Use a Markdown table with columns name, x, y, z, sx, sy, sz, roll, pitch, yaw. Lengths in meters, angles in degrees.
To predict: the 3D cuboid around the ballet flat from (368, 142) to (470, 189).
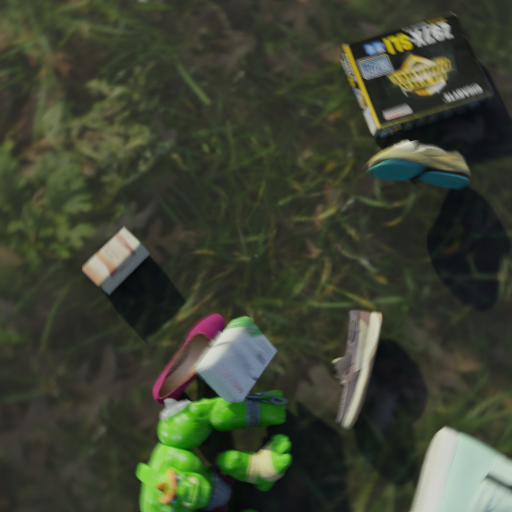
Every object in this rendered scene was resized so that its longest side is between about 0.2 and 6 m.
| name | x | y | z | sx | sy | sz | roll | pitch | yaw |
| --- | --- | --- | --- | --- | --- | --- | --- | --- | --- |
| ballet flat | 2.909 | -1.695 | 10.118 | 2.145 | 0.758 | 0.758 | 5 | 75 | -22 |

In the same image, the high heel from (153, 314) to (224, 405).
| name | x | y | z | sx | sy | sz | roll | pitch | yaw |
| --- | --- | --- | --- | --- | --- | --- | --- | --- | --- |
| high heel | -1.094 | 1.751 | 9.547 | 0.604 | 0.861 | 1.792 | 30 | 78 | 3 |

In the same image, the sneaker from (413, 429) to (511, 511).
| name | x | y | z | sx | sy | sz | roll | pitch | yaw |
| --- | --- | --- | --- | --- | --- | --- | --- | --- | --- |
| sneaker | 3.301 | 4.470 | 8.716 | 1.769 | 1.104 | 2.999 | 21 | 75 | 11 |

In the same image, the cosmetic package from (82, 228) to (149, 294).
| name | x | y | z | sx | sy | sz | roll | pitch | yaw |
| --- | --- | --- | --- | --- | --- | --- | --- | --- | --- |
| cosmetic package | -2.529 | 0.093 | 10.120 | 0.542 | 0.457 | 1.048 | 37 | 78 | 27 |

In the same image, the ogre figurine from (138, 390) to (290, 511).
| name | x | y | z | sx | sy | sz | roll | pitch | yaw |
| --- | --- | --- | --- | --- | --- | --- | --- | --- | --- |
| ogre figurine | -0.775 | 3.721 | 8.768 | 2.052 | 1.679 | 3.422 | 17 | 91 | -14 |

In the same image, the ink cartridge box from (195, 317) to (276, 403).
| name | x | y | z | sx | sy | sz | roll | pitch | yaw |
| --- | --- | --- | --- | --- | --- | --- | --- | --- | --- |
| ink cartridge box | -0.314 | 1.667 | 8.976 | 0.822 | 0.466 | 1.121 | 52 | 52 | -14 |

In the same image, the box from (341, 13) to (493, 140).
| name | x | y | z | sx | sy | sz | roll | pitch | yaw |
| --- | --- | --- | --- | --- | --- | --- | --- | --- | --- |
| box | 3.110 | -3.541 | 11.016 | 2.380 | 0.587 | 1.900 | -17 | 75 | -4 |

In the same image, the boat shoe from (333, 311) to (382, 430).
| name | x | y | z | sx | sy | sz | roll | pitch | yaw |
| --- | --- | --- | --- | --- | --- | --- | --- | --- | --- |
| boat shoe | 1.646 | 1.916 | 9.634 | 0.657 | 0.729 | 2.027 | 14 | 79 | 15 |
